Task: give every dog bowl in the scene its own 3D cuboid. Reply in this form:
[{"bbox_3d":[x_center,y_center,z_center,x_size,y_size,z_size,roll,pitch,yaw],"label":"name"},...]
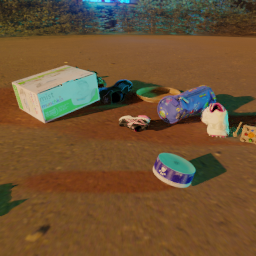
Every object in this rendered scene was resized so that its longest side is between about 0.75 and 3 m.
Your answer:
[{"bbox_3d":[1.209,1.090,7.367,1.056,0.416,1.056,17,19,-6],"label":"dog bowl"}]

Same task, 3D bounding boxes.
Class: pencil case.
[{"bbox_3d":[2.497,-1.034,11.541,2.871,1.247,1.120,-20,67,-40],"label":"pencil case"}]

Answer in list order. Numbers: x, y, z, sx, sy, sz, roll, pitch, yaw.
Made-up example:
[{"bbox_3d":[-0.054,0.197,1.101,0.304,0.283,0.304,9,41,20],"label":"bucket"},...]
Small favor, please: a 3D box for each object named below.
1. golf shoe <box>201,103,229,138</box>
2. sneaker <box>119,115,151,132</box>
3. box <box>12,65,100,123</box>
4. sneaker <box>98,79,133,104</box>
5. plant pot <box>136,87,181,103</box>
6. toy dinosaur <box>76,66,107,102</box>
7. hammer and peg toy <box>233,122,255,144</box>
[{"bbox_3d":[3.347,-0.522,10.637,0.911,1.107,2.419,0,22,3],"label":"golf shoe"},{"bbox_3d":[0.186,-0.125,10.448,1.317,0.569,0.529,-6,-28,36],"label":"sneaker"},{"bbox_3d":[-3.162,-1.660,12.425,2.852,1.379,2.517,-28,36,-34],"label":"box"},{"bbox_3d":[-0.437,-1.706,13.769,1.005,0.905,2.580,25,36,30],"label":"sneaker"},{"bbox_3d":[1.541,-1.684,14.297,2.247,0.309,2.247,0,23,0],"label":"plant pot"},{"bbox_3d":[-1.902,-2.351,14.673,1.938,1.458,2.855,4,16,-28],"label":"toy dinosaur"},{"bbox_3d":[4.039,0.188,9.481,0.865,0.636,0.305,13,31,17],"label":"hammer and peg toy"}]
